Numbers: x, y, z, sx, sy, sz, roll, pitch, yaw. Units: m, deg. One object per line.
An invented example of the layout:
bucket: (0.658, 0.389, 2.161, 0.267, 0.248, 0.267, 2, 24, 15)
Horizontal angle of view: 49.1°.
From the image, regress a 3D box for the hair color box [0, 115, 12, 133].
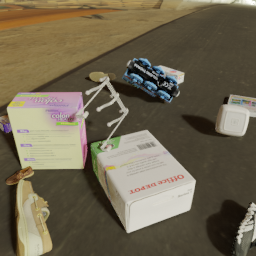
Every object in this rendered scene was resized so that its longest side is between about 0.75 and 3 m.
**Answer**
hair color box: (-4.723, -0.345, 11.855, 0.748, 0.443, 1.368, 25, 38, 36)

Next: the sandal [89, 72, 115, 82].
sandal: (-1.511, -2.955, 16.177, 1.506, 0.552, 0.495, -3, 11, -16)

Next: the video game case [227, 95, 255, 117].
video game case: (5.662, -1.017, 13.157, 1.872, 0.222, 1.704, 12, 33, 20)

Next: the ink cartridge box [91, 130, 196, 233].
ink cartridge box: (0.315, 1.395, 8.281, 2.033, 1.179, 2.808, -13, 34, -20)

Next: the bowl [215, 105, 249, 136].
bowl: (3.950, -0.262, 10.487, 1.144, 1.145, 0.427, 10, 8, 2)

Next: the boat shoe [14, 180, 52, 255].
boat shoe: (-2.479, 2.278, 7.263, 0.841, 0.938, 2.535, 2, 30, -24)

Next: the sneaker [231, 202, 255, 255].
sneaker: (3.164, 2.589, 6.892, 0.835, 0.613, 1.846, 18, 34, 31)

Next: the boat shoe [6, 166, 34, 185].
boat shoe: (-3.471, 1.502, 8.958, 0.897, 0.303, 0.323, -26, 40, -36)

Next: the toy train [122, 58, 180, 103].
toy train: (1.097, -2.244, 13.239, 2.802, 1.215, 1.601, 30, -7, -10)

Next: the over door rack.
over door rack: (-0.801, -0.448, 8.544, 0.656, 1.455, 1.970, -11, 37, 33)

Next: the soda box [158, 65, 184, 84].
soda box: (2.345, -3.087, 16.195, 0.606, 0.566, 1.778, -27, 41, -36)

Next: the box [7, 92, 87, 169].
box: (-2.524, 0.108, 9.253, 2.084, 2.369, 1.145, -1, 32, 0)
